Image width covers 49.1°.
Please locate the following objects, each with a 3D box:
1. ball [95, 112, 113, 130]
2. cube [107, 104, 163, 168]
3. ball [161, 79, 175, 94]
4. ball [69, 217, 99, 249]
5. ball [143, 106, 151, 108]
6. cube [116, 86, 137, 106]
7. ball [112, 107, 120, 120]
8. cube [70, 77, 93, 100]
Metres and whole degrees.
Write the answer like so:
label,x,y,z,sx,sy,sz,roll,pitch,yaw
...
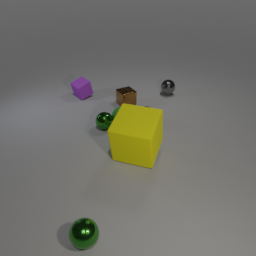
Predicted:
label,x,y,z,sx,sy,sz,roll,pitch,yaw
ball,-0.916,-0.284,10.926,0.700,0.700,0.700,0,32,0
cube,0.297,0.239,9.164,1.400,1.400,1.400,10,46,17
ball,1.926,-1.977,13.459,0.700,0.700,0.700,0,32,0
ball,-1.027,2.459,6.549,0.700,0.700,0.700,0,32,0
ball,0.727,-0.535,11.333,0.700,0.700,0.700,0,32,0
cube,-0.078,-1.396,12.696,0.700,0.700,0.700,-16,36,-24
ball,-0.284,-0.492,11.109,0.700,0.700,0.700,0,32,0
cube,-2.177,-1.886,13.254,0.700,0.700,0.700,-36,49,-23
